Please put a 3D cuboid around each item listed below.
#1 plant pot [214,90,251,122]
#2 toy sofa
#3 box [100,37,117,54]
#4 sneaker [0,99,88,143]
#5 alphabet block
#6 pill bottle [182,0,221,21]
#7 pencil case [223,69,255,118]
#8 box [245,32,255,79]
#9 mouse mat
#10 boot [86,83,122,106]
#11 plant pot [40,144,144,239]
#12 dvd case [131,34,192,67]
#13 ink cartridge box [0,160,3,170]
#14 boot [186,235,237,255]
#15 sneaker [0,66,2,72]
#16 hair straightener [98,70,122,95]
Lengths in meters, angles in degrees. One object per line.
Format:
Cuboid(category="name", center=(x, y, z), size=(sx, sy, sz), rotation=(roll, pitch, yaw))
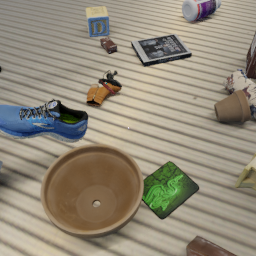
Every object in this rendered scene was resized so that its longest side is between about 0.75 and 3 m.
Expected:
Cuboid(category="plant pot", center=(3.954, -0.744, 10.792), size=(1.101, 1.263, 1.263), rotation=(-14, 48, 11))
Cuboid(category="toy sofa", center=(4.807, 1.907, 8.378), size=(1.339, 1.137, 2.745), rotation=(-35, 57, -26))
Cuboid(category="box", center=(-0.988, -4.215, 14.281), size=(0.506, 0.378, 1.010), rotation=(-23, 54, -19))
Cuboid(category="sneaker", center=(-2.431, -0.377, 7.981), size=(2.767, 1.233, 1.087), rotation=(6, 48, -26))
Cuboid(category="alphabet block", center=(-1.640, -5.752, 15.137), size=(1.140, 1.134, 1.161), rotation=(-7, 50, -9))
Cuboid(category="pill bottle", center=(4.284, -7.048, 16.188), size=(2.187, 1.230, 1.230), rotation=(-24, 53, -20))
Cuboid(category="pencil case", center=(4.999, -1.339, 11.350), size=(1.100, 0.957, 2.459), rotation=(-25, 52, -4))
Cuboid(category="box", center=(6.584, -3.249, 12.488), size=(2.141, 1.758, 1.776), rotation=(14, 50, 12))
Cuboid(category="mouse mat", center=(1.246, 1.944, 9.068), size=(1.778, 0.067, 1.431), rotation=(-32, 56, -24))
Cuboid(category="boot", center=(-1.021, -1.406, 11.679), size=(1.418, 0.544, 1.101), rotation=(5, 48, 6))
Cuboid(category="plant pot", center=(-0.990, 1.949, 8.221), size=(2.846, 1.314, 2.846), rotation=(1, 49, -1))
Cuboid(category="dvd case", center=(1.652, -3.969, 14.098), size=(2.542, 0.314, 1.910), rotation=(-14, 51, -12))
Cuboid(category="ink cartridge box", center=(-5.236, 1.357, 8.111), size=(2.598, 0.866, 1.505), rotation=(16, 77, -14))
Cuboid(category="boot", center=(2.339, 3.883, 6.913), size=(2.189, 0.703, 2.040), rotation=(20, 39, 13))
Cuboid(category="sneaker", center=(-6.399, -2.671, 12.871), size=(0.595, 0.424, 1.199), rotation=(33, 52, 32))
Cuboid(category="hair straightener", center=(-0.497, -1.432, 8.425), size=(0.625, 0.333, 1.625), rotation=(-45, 24, -1))
